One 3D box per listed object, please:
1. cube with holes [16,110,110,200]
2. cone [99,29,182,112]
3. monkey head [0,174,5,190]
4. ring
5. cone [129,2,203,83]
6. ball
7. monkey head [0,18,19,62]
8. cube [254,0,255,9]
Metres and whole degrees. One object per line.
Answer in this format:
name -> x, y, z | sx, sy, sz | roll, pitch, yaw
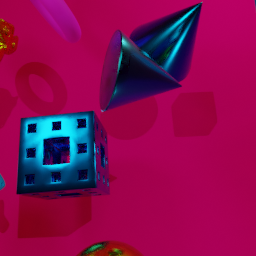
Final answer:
cube with holes -> -1.182, 0.613, 5.545 | 1.388, 1.388, 1.388 | -6, 71, 4
cone -> 0.303, -0.785, 4.495 | 1.266, 1.261, 1.261 | 8, 74, -17
monkey head -> -2.744, 0.821, 5.101 | 0.785, 1.303, 0.937 | -26, 94, 9
ring -> -1.751, -2.713, 6.190 | 0.387, 1.935, 1.935 | -42, 79, -4
cone -> 1.031, -1.972, 5.691 | 1.604, 1.610, 1.604 | 8, 68, -20
ball -> -0.228, 2.032, 3.438 | 1.216, 1.216, 1.216 | 0, 75, 0
monkey head -> -3.104, -1.949, 6.268 | 0.965, 1.601, 1.152 | 12, 62, 4
cube -> 3.095, -2.456, 5.209 | 1.001, 1.001, 1.001 | -2, 79, -3
